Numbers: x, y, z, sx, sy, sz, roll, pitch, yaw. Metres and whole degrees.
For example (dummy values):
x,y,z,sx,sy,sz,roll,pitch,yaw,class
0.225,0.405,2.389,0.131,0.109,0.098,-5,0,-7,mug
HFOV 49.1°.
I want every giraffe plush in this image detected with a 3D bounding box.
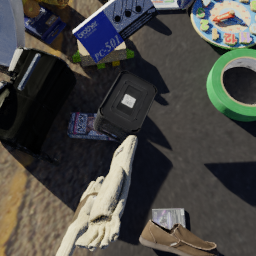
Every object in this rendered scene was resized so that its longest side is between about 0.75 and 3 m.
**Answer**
x,y,z,sx,sy,sz,roll,pitch,yaw,class
-3.359,-4.702,9.812,2.129,1.837,1.726,41,82,11,giraffe plush

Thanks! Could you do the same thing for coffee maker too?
x,y,z,sx,sy,sz,roll,pitch,yaw,class
-2.788,-0.688,8.660,2.814,1.973,2.929,28,76,-10,coffee maker

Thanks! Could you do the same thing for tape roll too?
x,y,z,sx,sy,sz,roll,pitch,yaw,class
3.943,-1.454,9.413,2.448,0.588,2.448,0,73,-1,tape roll

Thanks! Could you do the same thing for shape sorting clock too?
x,y,z,sx,sy,sz,roll,pitch,yaw,class
3.727,-4.081,10.237,2.815,0.552,2.815,0,73,0,shape sorting clock

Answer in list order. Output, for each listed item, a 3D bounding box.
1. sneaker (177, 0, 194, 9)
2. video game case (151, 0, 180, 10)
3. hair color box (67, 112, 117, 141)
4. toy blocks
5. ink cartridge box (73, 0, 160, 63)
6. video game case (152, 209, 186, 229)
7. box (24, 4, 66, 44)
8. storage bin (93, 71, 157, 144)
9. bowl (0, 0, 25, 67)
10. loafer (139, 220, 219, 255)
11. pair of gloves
x,y,z,sx,sy,sz,roll,pitch,yaw,class
2.205,-5.251,10.605,0.935,0.654,1.619,37,70,14,sneaker
1.397,-5.011,10.738,1.160,0.137,1.056,-2,73,-1,video game case
-1.109,-0.055,9.044,1.546,0.468,0.773,4,73,1,hair color box
-0.957,-2.978,9.787,2.070,1.034,1.415,-11,62,-5,toy blocks
-0.331,-2.857,7.590,2.172,0.480,1.021,-36,118,7,ink cartridge box
1.224,2.777,8.373,0.966,0.092,0.690,-2,73,1,video game case
-3.303,-3.965,10.348,1.808,0.293,1.095,33,76,8,box
-0.054,-0.488,6.582,1.005,0.697,1.486,28,56,-3,storage bin
-4.536,-3.673,9.204,2.781,2.777,1.038,23,44,9,bowl
1.464,3.105,7.824,2.217,0.810,0.787,12,85,2,loafer
-0.613,1.620,5.555,0.463,2.641,2.245,31,38,-9,pair of gloves
